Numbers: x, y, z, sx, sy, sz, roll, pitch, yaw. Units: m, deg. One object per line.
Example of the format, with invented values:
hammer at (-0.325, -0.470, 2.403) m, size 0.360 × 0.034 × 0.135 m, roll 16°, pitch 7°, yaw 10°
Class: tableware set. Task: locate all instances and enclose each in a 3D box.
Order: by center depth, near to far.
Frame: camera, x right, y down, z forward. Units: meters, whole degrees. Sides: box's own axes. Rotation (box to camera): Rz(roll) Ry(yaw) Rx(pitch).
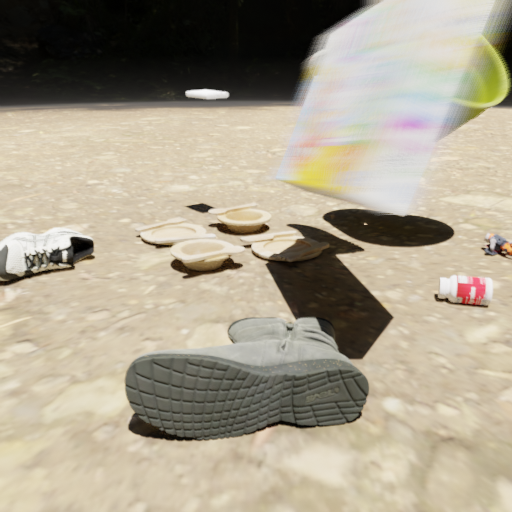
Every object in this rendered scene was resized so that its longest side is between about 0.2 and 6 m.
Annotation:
tableware set at (-0.611, -0.438, 11.981) m, size 3.203 × 0.445 × 3.835 m, roll -11°, pitch 23°, yaw -27°

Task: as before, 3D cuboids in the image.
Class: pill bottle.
pill bottle at (3.431, 0.560, 9.218) m, size 0.801 × 0.450 × 0.450 m, roll 4°, pitch 20°, yaw 14°

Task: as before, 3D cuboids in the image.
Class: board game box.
board game box at (1.461, -2.107, 7.875) m, size 0.679 × 2.667 × 3.967 m, roll 20°, pitch 6°, yaw -14°

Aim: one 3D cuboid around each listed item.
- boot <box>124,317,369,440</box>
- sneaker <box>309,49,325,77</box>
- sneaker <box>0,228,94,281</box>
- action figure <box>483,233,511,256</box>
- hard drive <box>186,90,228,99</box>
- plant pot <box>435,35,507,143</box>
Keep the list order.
boot at (-0.162, 1.299, 6.756) m, size 2.759 × 0.934 × 1.802 m, roll 4°, pitch 15°, yaw -13°
sneaker at (1.670, -3.307, 10.363) m, size 0.969 × 0.918 × 2.359 m, roll -9°, pitch 35°, yaw -29°
sneaker at (-3.923, -0.075, 10.486) m, size 0.913 × 0.787 × 2.082 m, roll 10°, pitch 23°, yaw 25°
action figure at (5.124, -0.253, 11.493) m, size 0.864 × 0.467 × 0.893 m, roll 26°, pitch 31°, yaw 34°
hard drive at (-1.151, -3.766, 13.068) m, size 0.603 × 0.122 × 0.914 m, roll -16°, pitch 26°, yaw -34°
plant pot at (3.195, -3.329, 11.752) m, size 2.759 × 2.657 × 2.759 m, roll 11°, pitch 58°, yaw -19°
